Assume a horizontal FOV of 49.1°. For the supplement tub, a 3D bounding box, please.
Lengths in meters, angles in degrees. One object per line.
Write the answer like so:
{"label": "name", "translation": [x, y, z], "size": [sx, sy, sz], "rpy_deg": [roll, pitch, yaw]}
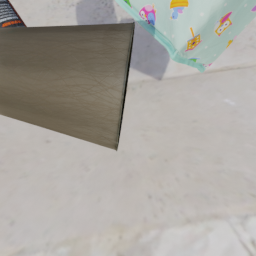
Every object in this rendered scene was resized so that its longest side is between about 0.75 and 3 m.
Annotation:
{"label": "supplement tub", "translation": [-2.445, -1.722, 4.901], "size": [1.209, 1.209, 2.260], "rpy_deg": [-38, 102, -24]}

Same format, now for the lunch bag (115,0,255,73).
{"label": "lunch bag", "translation": [1.094, -2.949, 5.350], "size": [1.788, 2.497, 2.932], "rpy_deg": [4, 43, -50]}

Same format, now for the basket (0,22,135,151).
{"label": "basket", "translation": [-0.995, -0.687, 3.897], "size": [1.976, 1.781, 1.344], "rpy_deg": [9, 14, 0]}
